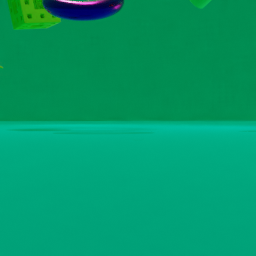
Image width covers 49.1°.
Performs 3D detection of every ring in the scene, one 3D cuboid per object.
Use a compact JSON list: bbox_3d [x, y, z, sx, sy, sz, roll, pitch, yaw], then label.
[{"bbox_3d":[-1.047,-3.033,6.617,1.923,0.385,1.923,1,42,-1],"label":"ring"}]

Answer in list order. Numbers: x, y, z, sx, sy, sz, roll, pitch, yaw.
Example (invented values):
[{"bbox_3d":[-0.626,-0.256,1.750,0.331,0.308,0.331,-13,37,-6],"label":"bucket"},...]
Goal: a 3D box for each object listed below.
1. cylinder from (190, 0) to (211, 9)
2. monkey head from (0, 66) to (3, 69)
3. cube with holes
[{"bbox_3d":[2.080,-3.827,7.652,0.757,0.757,0.757,-1,-23,-40],"label":"cylinder"},{"bbox_3d":[-4.816,-2.190,8.947,1.482,0.893,1.066,41,-6,-30],"label":"monkey head"},{"bbox_3d":[-2.948,-3.766,8.698,1.141,1.141,1.141,-17,17,-35],"label":"cube with holes"}]
